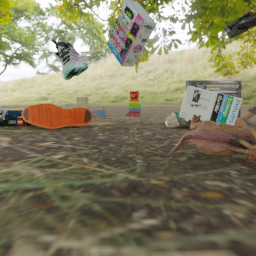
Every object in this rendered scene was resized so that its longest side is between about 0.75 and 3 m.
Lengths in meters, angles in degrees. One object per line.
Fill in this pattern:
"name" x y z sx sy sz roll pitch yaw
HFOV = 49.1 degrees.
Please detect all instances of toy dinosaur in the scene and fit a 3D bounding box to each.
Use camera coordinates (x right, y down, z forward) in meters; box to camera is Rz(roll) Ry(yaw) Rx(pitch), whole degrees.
"toy dinosaur" 1.269 0.150 3.684 1.604 0.688 1.087 -4 11 19

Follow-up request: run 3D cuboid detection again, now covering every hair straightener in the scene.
"hair straightener" 3.231 -2.801 7.737 1.007 0.535 2.616 -30 13 6

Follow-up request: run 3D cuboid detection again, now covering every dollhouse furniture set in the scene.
"dollhouse furniture set" -2.034 -1.105 14.357 1.374 0.950 1.456 5 7 37

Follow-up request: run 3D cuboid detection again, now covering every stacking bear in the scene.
"stacking bear" 0.311 -1.212 13.900 0.757 1.247 0.709 3 6 24

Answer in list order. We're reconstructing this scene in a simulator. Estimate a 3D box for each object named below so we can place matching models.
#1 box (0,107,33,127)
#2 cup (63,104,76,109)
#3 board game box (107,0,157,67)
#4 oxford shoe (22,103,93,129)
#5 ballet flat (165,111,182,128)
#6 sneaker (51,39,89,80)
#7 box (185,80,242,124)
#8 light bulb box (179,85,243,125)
"box" -4.342 -0.399 9.419 2.807 0.529 1.917 1 6 6
"cup" -2.784 -0.832 13.300 0.869 0.622 0.869 0 6 0
"board game box" 0.065 -3.544 10.612 0.632 1.965 1.450 -8 54 -37
"oxford shoe" -2.082 -0.271 8.181 2.002 0.714 0.730 5 -11 -30
"ballet flat" 1.365 -0.242 8.540 0.465 0.470 1.382 -25 -1 12
"sneaker" -2.342 -2.658 10.395 0.879 1.582 2.261 -35 11 7
"box" 2.900 -0.883 9.569 1.870 1.481 0.452 -2 6 -9
"light bulb box" 2.287 -0.587 8.001 1.458 0.910 1.445 16 8 9
